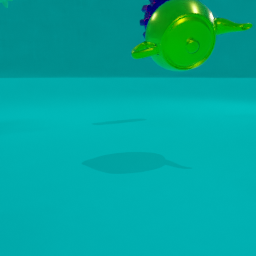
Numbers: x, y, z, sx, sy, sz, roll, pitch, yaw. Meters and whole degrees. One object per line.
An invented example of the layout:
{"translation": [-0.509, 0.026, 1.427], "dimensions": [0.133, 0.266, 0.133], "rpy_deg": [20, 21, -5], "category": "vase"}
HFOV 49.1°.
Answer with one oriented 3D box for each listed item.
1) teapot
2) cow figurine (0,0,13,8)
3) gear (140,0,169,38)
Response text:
{"translation": [0.936, -1.422, 4.415], "dimensions": [1.858, 1.155, 0.910], "rpy_deg": [-16, 33, 1], "category": "teapot"}
{"translation": [-3.505, -3.281, 7.009], "dimensions": [1.139, 0.635, 1.157], "rpy_deg": [-6, 39, -20], "category": "cow figurine"}
{"translation": [1.067, -3.123, 8.144], "dimensions": [1.517, 1.517, 0.281], "rpy_deg": [-6, 19, -28], "category": "gear"}
